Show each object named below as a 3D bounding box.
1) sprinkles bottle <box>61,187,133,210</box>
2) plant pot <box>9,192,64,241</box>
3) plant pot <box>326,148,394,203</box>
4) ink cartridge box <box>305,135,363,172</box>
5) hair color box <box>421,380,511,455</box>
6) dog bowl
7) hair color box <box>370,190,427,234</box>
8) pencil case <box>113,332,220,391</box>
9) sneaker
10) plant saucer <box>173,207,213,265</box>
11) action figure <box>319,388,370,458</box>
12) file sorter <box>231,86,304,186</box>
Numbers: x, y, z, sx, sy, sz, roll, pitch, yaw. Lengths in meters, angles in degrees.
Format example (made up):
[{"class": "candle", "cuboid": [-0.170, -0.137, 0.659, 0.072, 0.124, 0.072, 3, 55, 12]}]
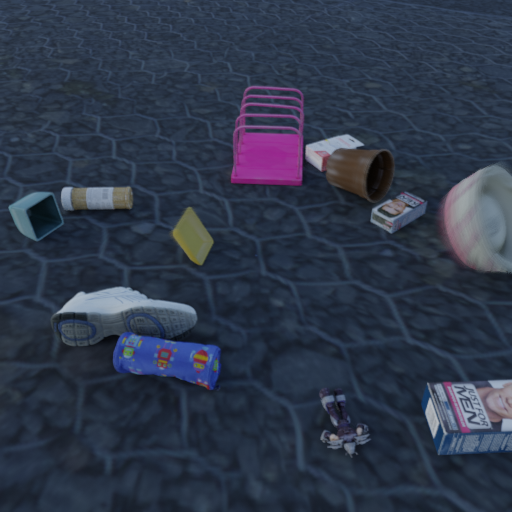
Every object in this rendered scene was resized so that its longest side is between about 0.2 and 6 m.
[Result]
[{"class": "sprinkles bottle", "cuboid": [-3.641, -1.317, 12.867, 1.530, 0.522, 0.522, -1, 38, -2]}, {"class": "plant pot", "cuboid": [-4.872, -0.916, 12.180, 0.824, 0.806, 0.809, 13, 40, 28]}, {"class": "plant pot", "cuboid": [2.411, -2.000, 13.263, 1.234, 1.247, 1.247, 22, 42, 40]}, {"class": "ink cartridge box", "cuboid": [2.068, -2.721, 14.716, 1.344, 0.453, 0.783, -20, 42, -21]}, {"class": "hair color box", "cuboid": [3.481, 2.334, 8.187, 1.846, 0.559, 0.923, -2, 38, -2]}, {"class": "dog bowl", "cuboid": [4.482, -0.645, 10.867, 0.776, 2.105, 2.105, -16, 18, 49]}, {"class": "hair color box", "cuboid": [3.214, -1.004, 12.592, 1.221, 0.370, 0.604, -29, 47, -30]}, {"class": "pencil case", "cuboid": [-1.372, 1.668, 8.945, 1.728, 0.751, 0.674, 8, 73, 11]}, {"class": "sneaker", "cuboid": [-2.238, 0.938, 9.740, 2.465, 0.918, 1.074, 3, 33, 3]}, {"class": "plant saucer", "cuboid": [-1.330, -0.379, 11.472, 0.230, 0.948, 0.948, -21, 26, 26]}, {"class": "action figure", "cuboid": [1.261, 2.457, 8.214, 0.706, 0.376, 1.085, -1, 41, -12]}, {"class": "file sorter", "cuboid": [0.348, -3.131, 14.331, 1.742, 1.572, 2.507, 3, 38, 3]}]
